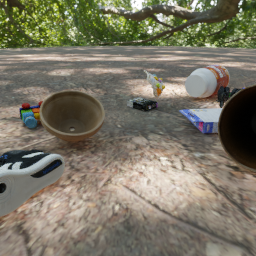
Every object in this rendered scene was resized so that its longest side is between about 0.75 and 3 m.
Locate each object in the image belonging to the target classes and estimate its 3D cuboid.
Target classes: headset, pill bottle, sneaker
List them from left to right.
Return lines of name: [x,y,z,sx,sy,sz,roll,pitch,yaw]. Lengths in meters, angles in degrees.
sneaker: [-3.019,1.242,6.831,1.538,1.004,2.749,8,14,29]
pill bottle: [4.447,-2.618,15.800,1.630,1.630,2.906,16,26,36]
headset: [5.264,-1.554,14.509,1.489,1.133,2.412,15,10,33]

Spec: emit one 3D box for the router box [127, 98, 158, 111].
router box: [0.703,-1.185,13.877,0.933,0.319,1.251,-18,28,-39]

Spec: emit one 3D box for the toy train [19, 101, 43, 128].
toy train: [-3.434,-0.552,11.701,1.943,0.822,1.124,-10,34,-25]

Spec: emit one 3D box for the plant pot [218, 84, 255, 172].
plant pot: [4.296,-0.073,8.673,2.442,2.442,2.613,12,10,28]

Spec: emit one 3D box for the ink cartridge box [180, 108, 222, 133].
ink cartridge box: [3.625,-0.330,11.317,2.780,0.583,1.659,0,21,-9]

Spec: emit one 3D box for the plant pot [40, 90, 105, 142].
plant pot: [-1.971,-0.266,9.964,2.210,1.020,2.210,7,48,-7]

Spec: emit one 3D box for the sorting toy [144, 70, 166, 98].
sorting toy: [1.182,-2.274,13.519,1.113,0.661,1.237,34,29,-39]
